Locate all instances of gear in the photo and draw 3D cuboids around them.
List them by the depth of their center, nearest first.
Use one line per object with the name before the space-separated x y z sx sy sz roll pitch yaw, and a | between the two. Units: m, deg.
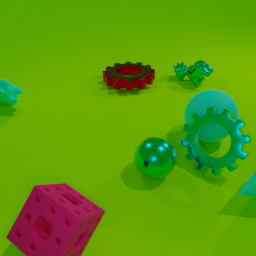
gear | 2.055 0.306 6.664 1.577 1.577 0.292 27 16 29
gear | 0.032 -1.918 10.156 1.849 0.342 1.849 -1 34 1

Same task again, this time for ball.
ball | 0.639 0.702 6.617 0.993 0.993 0.993 0 39 0
ball | 2.228 -0.323 7.539 1.395 1.395 1.395 0 39 0

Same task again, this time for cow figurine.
cow figurine | -3.830 -1.123 8.665 1.149 1.168 0.641 14 75 29
cow figurine | 2.280 -2.084 10.026 1.202 1.222 0.671 44 55 1

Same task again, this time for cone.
cone | 2.766 1.223 5.850 1.101 1.097 1.097 -12 41 -15

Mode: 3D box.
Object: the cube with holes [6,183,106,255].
cube with holes | -1.226 1.691 4.952 1.012 1.012 1.012 29 91 20
